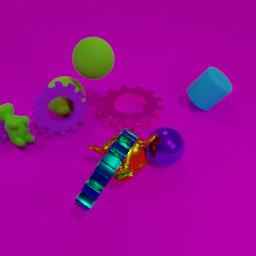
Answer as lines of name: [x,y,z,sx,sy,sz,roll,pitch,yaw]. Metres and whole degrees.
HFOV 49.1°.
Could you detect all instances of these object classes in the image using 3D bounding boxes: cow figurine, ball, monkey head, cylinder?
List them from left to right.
cow figurine: [-3.220,-0.069,7.825,1.194,1.214,0.666,5,24,41]
ball: [-1.935,-0.972,8.674,1.223,1.223,1.223,0,41,0]
ball: [-0.966,-1.936,7.841,1.157,1.157,1.157,0,41,0]
monkey head: [-0.097,0.660,6.693,1.760,1.061,1.266,-9,9,8]
ball: [0.961,0.470,7.213,1.008,1.008,1.008,0,41,0]
cylinder: [2.573,-1.232,8.876,1.000,1.000,1.000,23,44,-24]

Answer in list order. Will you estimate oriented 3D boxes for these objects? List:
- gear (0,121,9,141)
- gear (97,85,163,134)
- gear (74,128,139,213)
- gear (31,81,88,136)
gear: [-3.795,-0.179,7.855,0.219,1.187,1.187,-38,45,9]
gear: [0.073,-0.638,8.941,2.060,0.381,2.060,0,41,0]
gear: [-0.401,0.802,5.440,0.318,1.717,1.717,34,48,3]
gear: [-1.904,-0.544,7.923,1.521,1.521,0.281,-17,28,-18]
